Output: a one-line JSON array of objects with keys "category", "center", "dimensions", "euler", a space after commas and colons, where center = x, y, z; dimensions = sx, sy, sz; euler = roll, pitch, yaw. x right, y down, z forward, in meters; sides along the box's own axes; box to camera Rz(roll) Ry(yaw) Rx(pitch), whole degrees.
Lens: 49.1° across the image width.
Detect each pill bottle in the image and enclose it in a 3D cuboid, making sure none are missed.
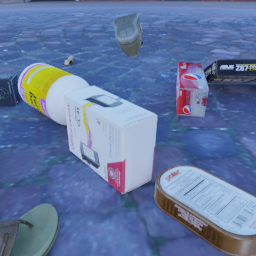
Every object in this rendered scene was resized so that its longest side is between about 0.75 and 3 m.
[{"category": "pill bottle", "center": [-2.121, -1.016, 8.685], "dimensions": [1.512, 1.512, 2.900], "euler": [-23, 35, -36]}]

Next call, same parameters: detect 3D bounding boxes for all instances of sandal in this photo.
[{"category": "sandal", "center": [-2.060, 1.867, 4.208], "dimensions": [0.938, 0.674, 2.363], "euler": [24, 36, 37]}]

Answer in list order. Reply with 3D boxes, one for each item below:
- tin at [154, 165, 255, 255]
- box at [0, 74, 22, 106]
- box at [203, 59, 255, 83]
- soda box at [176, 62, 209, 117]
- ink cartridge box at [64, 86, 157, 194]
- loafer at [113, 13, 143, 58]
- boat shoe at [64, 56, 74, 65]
[{"category": "tin", "center": [1.546, 1.424, 5.317], "dimensions": [1.311, 0.490, 2.342], "euler": [-20, 34, -40]}, {"category": "box", "center": [-4.573, -1.335, 9.848], "dimensions": [1.328, 0.986, 0.711], "euler": [-1, 29, -4]}, {"category": "box", "center": [4.456, -2.138, 10.802], "dimensions": [2.718, 0.668, 2.191], "euler": [-1, 0, 2]}, {"category": "soda box", "center": [2.237, -1.503, 10.111], "dimensions": [0.939, 1.037, 2.962], "euler": [4, 29, 7]}, {"category": "ink cartridge box", "center": [-0.463, 0.169, 6.359], "dimensions": [0.953, 1.643, 2.227], "euler": [-22, 34, -36]}, {"category": "loafer", "center": [0.014, -3.363, 10.110], "dimensions": [1.026, 0.950, 2.727], "euler": [-9, 38, 12]}, {"category": "boat shoe", "center": [-2.995, -3.459, 14.567], "dimensions": [0.295, 0.326, 0.916], "euler": [14, 38, 11]}]
